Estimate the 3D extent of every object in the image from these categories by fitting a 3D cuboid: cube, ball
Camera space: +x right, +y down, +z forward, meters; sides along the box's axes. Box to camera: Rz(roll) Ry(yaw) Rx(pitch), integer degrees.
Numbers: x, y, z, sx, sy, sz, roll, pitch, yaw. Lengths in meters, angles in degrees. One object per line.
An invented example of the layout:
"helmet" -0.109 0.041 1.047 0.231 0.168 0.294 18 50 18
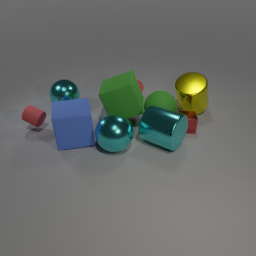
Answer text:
"cube" -0.232 -1.300 11.526 1.400 1.400 1.400 -16 30 14
"cube" -2.090 -0.173 10.734 1.400 1.400 1.400 -8 32 -9
"ball" -2.967 -1.580 13.134 1.400 1.400 1.400 0 31 0
"ball" -0.497 0.182 10.187 1.400 1.400 1.400 0 31 0
"cube" 2.448 -0.241 11.586 0.700 0.700 0.700 1 31 2
"ball" 1.378 -0.892 11.920 1.400 1.400 1.400 0 31 0

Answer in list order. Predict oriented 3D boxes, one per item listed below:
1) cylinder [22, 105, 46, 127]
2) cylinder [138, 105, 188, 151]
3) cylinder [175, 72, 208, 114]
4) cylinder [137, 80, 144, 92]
"cylinder" -3.809 -0.484 11.364 0.700 0.700 0.700 26 35 4
"cylinder" 1.327 -0.017 10.517 1.400 1.400 1.400 21 37 30
"cylinder" 2.888 -1.544 12.636 1.400 1.400 1.400 -9 52 11
"cylinder" 0.297 -1.978 13.711 0.700 0.700 0.700 -17 11 -26
